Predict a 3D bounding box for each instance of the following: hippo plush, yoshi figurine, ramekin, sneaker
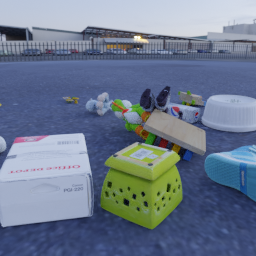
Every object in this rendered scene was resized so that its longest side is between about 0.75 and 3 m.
[{"bbox_3d":[-1.475,-1.238,13.719,1.064,1.054,1.324,9,20,24],"label":"hippo plush"},{"bbox_3d":[0.273,-0.454,10.783,1.278,1.274,2.275,-30,40,-21],"label":"yoshi figurine"},{"bbox_3d":[4.375,-0.701,11.882,2.406,1.121,2.406,-1,17,0],"label":"ramekin"},{"bbox_3d":[3.247,1.023,6.760,1.559,0.950,2.388,-13,22,-32],"label":"sneaker"}]

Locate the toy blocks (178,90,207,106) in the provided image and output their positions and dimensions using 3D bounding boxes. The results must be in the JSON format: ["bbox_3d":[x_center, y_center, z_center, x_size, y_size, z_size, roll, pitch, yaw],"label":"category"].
[{"bbox_3d":[3.683,-1.618,15.635,1.145,0.837,1.675,5,15,-24],"label":"toy blocks"}]

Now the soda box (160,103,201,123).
[{"bbox_3d":[2.362,-0.722,12.841,0.631,0.586,1.849,-16,23,-41],"label":"soda box"}]

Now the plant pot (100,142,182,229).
[{"bbox_3d":[0.311,1.094,6.010,1.379,1.257,1.386,13,22,33],"label":"plant pot"}]

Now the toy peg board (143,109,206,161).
[{"bbox_3d":[1.419,0.377,9.049,1.899,0.932,1.906,25,23,6],"label":"toy peg board"}]

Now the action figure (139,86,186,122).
[{"bbox_3d":[1.282,-0.539,10.340,1.644,0.876,2.527,11,-21,23],"label":"action figure"}]

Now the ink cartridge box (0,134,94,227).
[{"bbox_3d":[-1.824,1.032,6.518,1.825,1.063,2.506,-4,17,-11],"label":"ink cartridge box"}]

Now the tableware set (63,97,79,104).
[{"bbox_3d":[-3.280,-1.628,16.420,0.903,0.206,1.340,-6,17,-25],"label":"tableware set"}]

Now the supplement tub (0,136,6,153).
[{"bbox_3d":[-4.286,0.619,8.666,0.556,0.556,0.842,8,18,23],"label":"supplement tub"}]
